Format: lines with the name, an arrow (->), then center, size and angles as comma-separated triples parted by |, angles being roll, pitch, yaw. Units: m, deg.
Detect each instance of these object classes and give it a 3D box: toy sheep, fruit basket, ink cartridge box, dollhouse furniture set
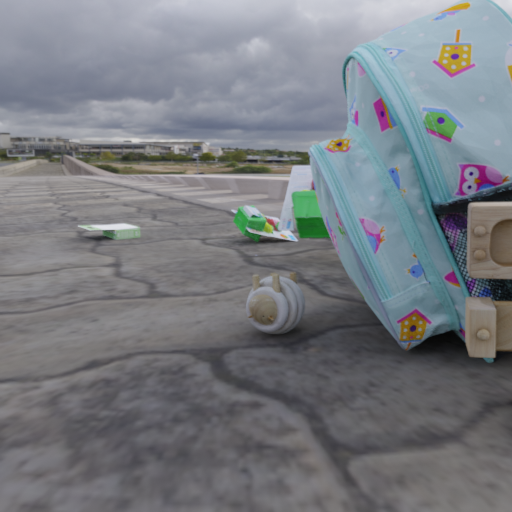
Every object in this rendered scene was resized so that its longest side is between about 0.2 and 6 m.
toy sheep -> 0.242, 0.548, 6.459 | 0.732, 0.732, 1.062 | 7, 4, 31
fruit basket -> 0.200, -0.766, 13.165 | 1.326, 0.621, 1.228 | 4, 28, -26
fruit basket -> 1.462, -1.166, 11.109 | 1.815, 0.919, 1.960 | -1, 41, 16
ink cartridge box -> -3.553, -0.580, 13.529 | 1.238, 0.297, 0.901 | -8, 13, -35
dollhouse furniture set -> 2.320, 0.544, 3.792 | 1.619, 1.702, 1.387 | 1, 11, 15

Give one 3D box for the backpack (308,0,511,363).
backpack -> 2.030, -0.860, 6.328 | 2.687, 3.505, 3.081 | -15, 11, 8
